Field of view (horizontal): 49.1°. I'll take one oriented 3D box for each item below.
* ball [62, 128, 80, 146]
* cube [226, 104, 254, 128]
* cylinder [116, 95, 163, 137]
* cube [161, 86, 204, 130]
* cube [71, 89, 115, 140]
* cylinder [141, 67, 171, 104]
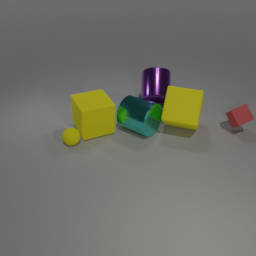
[{"bbox_3d":[-2.206,0.333,10.849,0.700,0.700,0.700,0,32,0],"label":"ball"},{"bbox_3d":[4.538,-0.488,11.396,0.700,0.700,0.700,-25,-6,-1],"label":"cube"},{"bbox_3d":[0.482,-0.513,11.513,1.400,1.400,1.400,22,38,32],"label":"cylinder"},{"bbox_3d":[2.244,-0.783,11.416,1.400,1.400,1.400,11,-4,15],"label":"cube"},{"bbox_3d":[-1.428,-0.569,11.459,1.400,1.400,1.400,-14,39,-22],"label":"cube"},{"bbox_3d":[1.352,-2.019,13.486,1.400,1.400,1.400,2,-10,0],"label":"cylinder"}]
